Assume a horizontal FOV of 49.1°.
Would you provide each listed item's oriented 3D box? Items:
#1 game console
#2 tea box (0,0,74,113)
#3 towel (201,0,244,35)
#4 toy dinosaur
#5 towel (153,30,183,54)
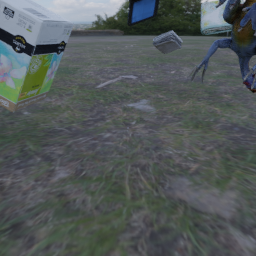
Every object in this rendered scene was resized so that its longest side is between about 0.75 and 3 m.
[{"bbox_3d":[0.900,-4.594,10.434,1.713,1.013,1.462,-33,27,-32],"label":"game console"},{"bbox_3d":[-2.785,-1.890,6.341,2.173,2.138,1.452,29,24,4],"label":"tea box"},{"bbox_3d":[3.545,-4.195,10.472,1.593,1.363,0.383,-1,-24,19],"label":"towel"},{"bbox_3d":[2.199,-1.499,4.761,1.280,2.439,2.213,46,18,28],"label":"toy dinosaur"},{"bbox_3d":[1.671,-3.557,11.801,1.032,0.442,0.855,-8,-24,40],"label":"towel"}]
